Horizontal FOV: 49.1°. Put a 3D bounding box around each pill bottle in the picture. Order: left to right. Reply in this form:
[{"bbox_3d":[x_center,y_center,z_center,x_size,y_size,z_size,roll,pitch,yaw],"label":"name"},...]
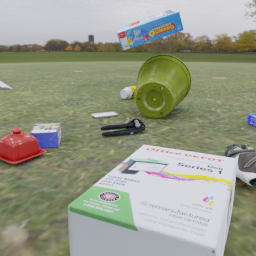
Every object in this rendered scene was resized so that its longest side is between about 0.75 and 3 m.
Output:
[{"bbox_3d":[0.105,-1.753,13.925,0.584,0.584,1.039,12,21,36],"label":"pill bottle"}]

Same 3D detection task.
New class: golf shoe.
[{"bbox_3d":[2.880,0.726,5.448,2.024,0.787,0.956,-9,31,-13],"label":"golf shoe"}]

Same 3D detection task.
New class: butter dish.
[{"bbox_3d":[-2.558,0.351,6.529,0.956,0.708,0.958,11,20,34],"label":"butter dish"}]

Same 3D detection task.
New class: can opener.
[{"bbox_3d":[-0.129,0.042,8.301,1.393,0.548,0.442,-11,58,-24],"label":"can opener"}]

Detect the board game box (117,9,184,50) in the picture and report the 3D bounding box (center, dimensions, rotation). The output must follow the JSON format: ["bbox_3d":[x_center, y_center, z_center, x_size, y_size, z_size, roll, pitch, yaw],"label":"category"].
[{"bbox_3d":[0.772,-3.616,10.169,2.145,0.612,2.191,-16,23,11],"label":"board game box"}]

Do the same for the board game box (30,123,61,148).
[{"bbox_3d":[-2.195,0.195,7.549,0.704,0.428,0.883,-2,17,-8],"label":"board game box"}]

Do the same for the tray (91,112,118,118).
[{"bbox_3d":[-0.873,-0.472,10.419,0.895,0.099,0.481,-8,19,-26],"label":"tray"}]

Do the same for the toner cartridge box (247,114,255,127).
[{"bbox_3d":[4.512,-0.123,8.816,0.716,0.326,1.508,-3,17,-10],"label":"toner cartridge box"}]

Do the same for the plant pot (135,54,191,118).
[{"bbox_3d":[1.185,-1.432,10.652,2.218,2.218,2.136,5,29,16],"label":"plant pot"}]

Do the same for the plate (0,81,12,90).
[{"bbox_3d":[-3.130,-1.114,6.017,1.110,0.180,1.113,34,-2,-13],"label":"plate"}]

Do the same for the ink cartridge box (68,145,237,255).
[{"bbox_3d":[0.504,1.053,3.738,1.584,0.919,2.188,8,18,24],"label":"ink cartridge box"}]
